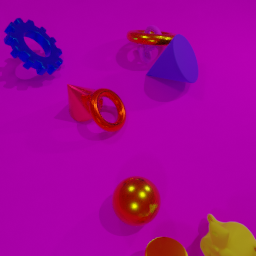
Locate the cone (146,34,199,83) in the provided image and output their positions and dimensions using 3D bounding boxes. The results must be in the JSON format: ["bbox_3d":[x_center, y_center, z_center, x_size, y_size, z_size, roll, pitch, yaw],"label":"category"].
[{"bbox_3d":[1.250,-2.035,9.362,1.615,1.609,1.609,-15,46,38],"label":"cone"}]

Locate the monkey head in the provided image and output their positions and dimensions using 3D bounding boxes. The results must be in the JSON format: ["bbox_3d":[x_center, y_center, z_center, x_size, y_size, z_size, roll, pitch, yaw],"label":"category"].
[{"bbox_3d":[2.204,2.388,6.039,1.070,1.277,1.776,-28,29,-28],"label":"monkey head"}]

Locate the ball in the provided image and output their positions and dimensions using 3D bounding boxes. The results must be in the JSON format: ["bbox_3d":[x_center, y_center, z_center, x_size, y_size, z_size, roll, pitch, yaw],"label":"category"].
[{"bbox_3d":[0.200,1.742,6.718,1.174,1.174,1.174,0,56,0],"label":"ball"}]

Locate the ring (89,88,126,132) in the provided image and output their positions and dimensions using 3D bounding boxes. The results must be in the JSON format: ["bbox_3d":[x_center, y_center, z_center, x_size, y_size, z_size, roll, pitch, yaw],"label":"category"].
[{"bbox_3d":[-0.585,-0.544,8.336,1.375,0.275,1.375,21,59,-39],"label":"ring"}]

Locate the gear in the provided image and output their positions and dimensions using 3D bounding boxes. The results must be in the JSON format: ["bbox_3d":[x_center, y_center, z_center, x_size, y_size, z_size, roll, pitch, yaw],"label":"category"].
[{"bbox_3d":[-3.117,-2.727,9.411,0.371,2.007,2.007,-32,49,31],"label":"gear"}]

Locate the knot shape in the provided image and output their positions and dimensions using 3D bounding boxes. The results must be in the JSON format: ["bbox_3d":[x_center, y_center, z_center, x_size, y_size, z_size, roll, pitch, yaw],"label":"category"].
[{"bbox_3d":[0.772,-3.055,9.975,0.598,1.211,1.294,20,44,-11],"label":"knot shape"}]

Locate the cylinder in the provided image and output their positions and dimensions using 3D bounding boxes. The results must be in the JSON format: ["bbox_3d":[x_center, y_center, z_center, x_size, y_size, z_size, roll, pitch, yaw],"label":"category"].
[{"bbox_3d":[0.760,2.927,5.890,0.884,0.884,0.884,2,32,-1],"label":"cylinder"}]

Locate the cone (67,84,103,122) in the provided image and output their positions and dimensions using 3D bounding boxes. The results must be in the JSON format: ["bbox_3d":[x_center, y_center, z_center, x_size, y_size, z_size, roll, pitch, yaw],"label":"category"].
[{"bbox_3d":[-1.517,-0.981,8.346,1.188,1.193,1.188,-8,63,16],"label":"cone"}]

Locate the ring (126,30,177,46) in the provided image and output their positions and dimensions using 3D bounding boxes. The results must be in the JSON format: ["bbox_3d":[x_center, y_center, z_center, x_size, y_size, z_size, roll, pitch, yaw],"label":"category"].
[{"bbox_3d":[0.883,-3.231,9.995,1.890,0.378,1.890,4,23,-2],"label":"ring"}]
